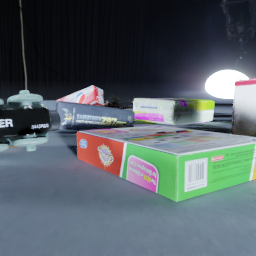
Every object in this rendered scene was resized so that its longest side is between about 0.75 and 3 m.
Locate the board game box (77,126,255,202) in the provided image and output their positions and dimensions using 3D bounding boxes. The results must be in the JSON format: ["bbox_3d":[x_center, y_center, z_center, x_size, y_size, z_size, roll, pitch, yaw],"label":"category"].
[{"bbox_3d":[0.476,0.287,3.598,1.567,0.413,2.047,-4,7,-33],"label":"board game box"}]

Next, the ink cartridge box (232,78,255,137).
[{"bbox_3d":[3.099,-0.084,3.483,2.792,1.178,2.021,-1,6,-11],"label":"ink cartridge box"}]

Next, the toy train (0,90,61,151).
[{"bbox_3d":[-2.243,0.009,4.299,2.288,0.975,1.304,-7,-3,-37],"label":"toy train"}]

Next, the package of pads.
[{"bbox_3d":[1.605,-0.624,10.057,2.536,0.865,1.959,-5,9,-44],"label":"package of pads"}]

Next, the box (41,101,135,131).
[{"bbox_3d":[-1.317,-0.301,7.099,1.958,0.633,2.483,4,2,-34],"label":"box"}]

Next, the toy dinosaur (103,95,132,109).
[{"bbox_3d":[-0.816,-1.252,16.026,2.004,1.023,1.360,-24,-4,-16],"label":"toy dinosaur"}]

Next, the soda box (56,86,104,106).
[{"bbox_3d":[-1.894,-0.994,10.955,1.965,0.688,0.623,-16,-18,30],"label":"soda box"}]
